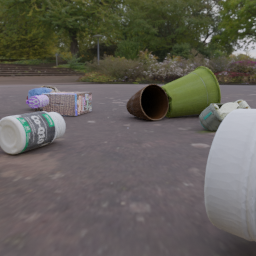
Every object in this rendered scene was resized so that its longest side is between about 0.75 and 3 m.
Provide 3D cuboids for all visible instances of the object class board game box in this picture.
[{"bbox_3d":[-2.305,-0.972,10.868,1.322,0.803,1.658,3,10,14],"label":"board game box"}]

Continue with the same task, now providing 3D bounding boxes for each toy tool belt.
[{"bbox_3d":[-3.721,-1.273,11.810,1.773,1.107,1.089,3,2,18],"label":"toy tool belt"}]

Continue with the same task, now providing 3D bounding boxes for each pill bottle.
[{"bbox_3d":[1.777,0.484,1.553,2.462,1.366,1.366,9,14,41],"label":"pill bottle"},{"bbox_3d":[-1.898,0.045,5.647,0.721,0.721,1.276,5,12,25],"label":"pill bottle"}]

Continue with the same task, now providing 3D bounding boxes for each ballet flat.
[{"bbox_3d":[2.979,-0.429,7.851,2.350,0.748,0.792,-11,59,-36],"label":"ballet flat"}]

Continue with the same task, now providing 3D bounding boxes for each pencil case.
[{"bbox_3d":[-2.822,-0.847,8.834,0.419,0.412,0.981,12,8,-1],"label":"pencil case"}]

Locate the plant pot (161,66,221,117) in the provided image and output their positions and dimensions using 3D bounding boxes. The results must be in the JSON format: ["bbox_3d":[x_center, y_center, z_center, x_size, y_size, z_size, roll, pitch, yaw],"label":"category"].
[{"bbox_3d":[2.024,-1.111,9.944,1.721,1.813,1.813,-17,15,-18],"label":"plant pot"}]

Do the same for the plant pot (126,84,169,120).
[{"bbox_3d":[0.521,-0.792,9.529,1.177,1.177,1.259,-7,0,-34],"label":"plant pot"}]
